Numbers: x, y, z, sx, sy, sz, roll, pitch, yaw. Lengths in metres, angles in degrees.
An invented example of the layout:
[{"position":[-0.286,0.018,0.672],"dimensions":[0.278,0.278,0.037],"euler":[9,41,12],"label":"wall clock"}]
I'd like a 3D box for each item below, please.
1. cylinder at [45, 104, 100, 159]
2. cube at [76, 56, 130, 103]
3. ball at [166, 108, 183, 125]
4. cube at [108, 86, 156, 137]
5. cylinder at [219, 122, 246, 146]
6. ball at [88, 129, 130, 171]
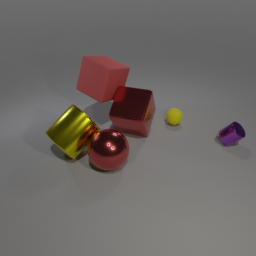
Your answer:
[{"position":[-1.930,0.125,9.880],"dimensions":[1.400,1.400,1.400],"euler":[-48,46,-9],"label":"cylinder"},{"position":[-1.008,-2.002,11.278],"dimensions":[1.400,1.400,1.400],"euler":[30,27,25],"label":"cube"},{"position":[1.985,-0.494,11.995],"dimensions":[0.700,0.700,0.700],"euler":[0,31,0],"label":"ball"},{"position":[0.213,-0.652,11.165],"dimensions":[1.400,1.400,1.400],"euler":[10,66,17],"label":"cube"},{"position":[3.943,0.220,10.623],"dimensions":[0.700,0.700,0.700],"euler":[20,50,-26],"label":"cylinder"},{"position":[-0.649,0.723,9.376],"dimensions":[1.400,1.400,1.400],"euler":[0,31,0],"label":"ball"}]
